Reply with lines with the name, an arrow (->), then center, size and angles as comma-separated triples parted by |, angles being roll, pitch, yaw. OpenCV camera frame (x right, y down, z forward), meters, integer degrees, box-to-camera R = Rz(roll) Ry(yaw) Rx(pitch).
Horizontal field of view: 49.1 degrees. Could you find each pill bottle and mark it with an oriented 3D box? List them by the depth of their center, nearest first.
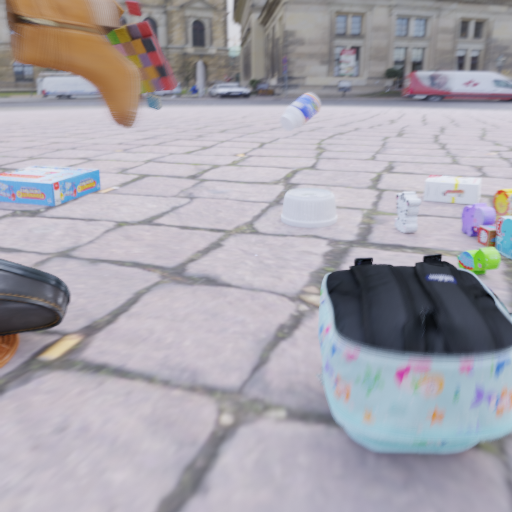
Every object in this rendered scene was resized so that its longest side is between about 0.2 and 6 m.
pill bottle -> 0.868, -2.867, 11.256 | 0.465, 0.465, 0.830 | 19, 55, 45

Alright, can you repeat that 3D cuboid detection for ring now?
ring -> -4.023, 1.086, 6.354 | 2.458, 0.236, 2.458 | -1, 19, 0

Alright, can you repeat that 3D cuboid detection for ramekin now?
ramekin -> 1.150, -1.065, 12.097 | 1.219, 0.640, 1.219 | 0, 19, 0

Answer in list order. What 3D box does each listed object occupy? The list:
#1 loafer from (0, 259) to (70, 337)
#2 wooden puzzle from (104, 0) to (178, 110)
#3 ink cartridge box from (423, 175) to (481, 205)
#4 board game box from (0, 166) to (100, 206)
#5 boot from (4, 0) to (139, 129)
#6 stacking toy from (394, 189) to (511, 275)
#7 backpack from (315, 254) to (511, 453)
loafer -> -3.842, 0.781, 6.141 | 3.434, 1.250, 1.241 | -3, 52, -14
wooden puzzle -> -2.363, -3.882, 11.054 | 1.349, 2.275, 0.160 | 5, 46, 34
ink cartridge box -> 4.927, -1.663, 14.029 | 1.276, 0.532, 0.926 | 8, 20, 23
board game box -> -5.494, -1.857, 14.539 | 2.071, 0.579, 2.028 | 6, 20, 17
boot -> -3.180, -3.430, 9.827 | 1.955, 2.518, 0.965 | -18, 11, -42
stacking toy -> 4.433, -0.548, 10.321 | 2.619, 0.816, 3.473 | -4, 20, -10
backpack -> 1.394, 0.886, 4.964 | 1.727, 1.465, 1.945 | -1, 13, 3
